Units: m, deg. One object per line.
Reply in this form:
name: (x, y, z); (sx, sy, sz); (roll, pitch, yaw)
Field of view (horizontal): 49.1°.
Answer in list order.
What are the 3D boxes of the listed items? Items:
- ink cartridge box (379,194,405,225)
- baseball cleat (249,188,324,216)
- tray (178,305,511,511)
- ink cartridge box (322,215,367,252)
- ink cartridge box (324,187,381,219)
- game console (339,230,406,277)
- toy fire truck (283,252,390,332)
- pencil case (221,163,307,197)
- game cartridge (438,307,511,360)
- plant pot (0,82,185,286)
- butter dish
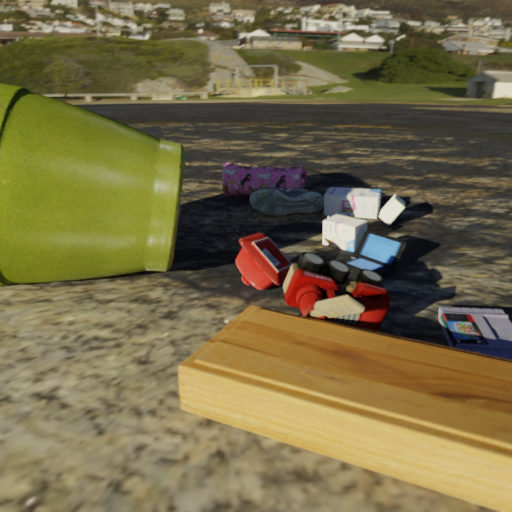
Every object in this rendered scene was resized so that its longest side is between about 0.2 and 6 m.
ink cartridge box: (3.242, -1.118, 13.322); (0.330, 0.575, 0.981); (40, 21, 3)
baseball cleat: (0.705, -1.383, 14.272); (2.013, 0.702, 1.072); (4, 12, -18)
tray: (1.151, 1.468, 6.263); (3.635, 0.673, 1.793); (10, 23, 24)
ink cartridge box: (1.811, -0.492, 11.777); (0.875, 0.562, 0.548); (15, 26, 36)
ink cartridge box: (2.428, -1.351, 14.128); (1.335, 0.565, 0.965); (6, 21, 16)
game console: (2.154, -0.045, 10.539); (0.862, 0.571, 0.981); (-15, 25, -37)
toy fire truck: (1.204, 0.657, 7.622); (1.437, 1.050, 1.633); (16, 25, -11)
pencil case: (0.211, -2.106, 15.679); (2.344, 1.014, 0.971); (5, -12, 13)
game cartridge: (3.157, 1.120, 7.813); (0.989, 0.293, 1.526); (6, 20, 4)
plant pot: (-3.042, -1.028, 9.734); (3.422, 3.554, 3.554); (7, 19, -10)
butter dish: (0.054, 0.213, 9.668); (1.043, 0.771, 1.040); (49, 25, 10)
